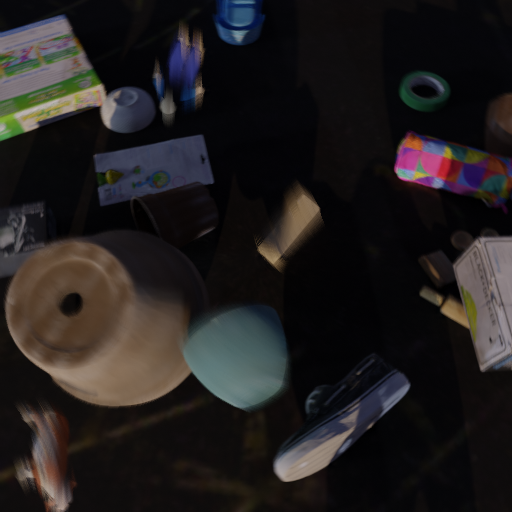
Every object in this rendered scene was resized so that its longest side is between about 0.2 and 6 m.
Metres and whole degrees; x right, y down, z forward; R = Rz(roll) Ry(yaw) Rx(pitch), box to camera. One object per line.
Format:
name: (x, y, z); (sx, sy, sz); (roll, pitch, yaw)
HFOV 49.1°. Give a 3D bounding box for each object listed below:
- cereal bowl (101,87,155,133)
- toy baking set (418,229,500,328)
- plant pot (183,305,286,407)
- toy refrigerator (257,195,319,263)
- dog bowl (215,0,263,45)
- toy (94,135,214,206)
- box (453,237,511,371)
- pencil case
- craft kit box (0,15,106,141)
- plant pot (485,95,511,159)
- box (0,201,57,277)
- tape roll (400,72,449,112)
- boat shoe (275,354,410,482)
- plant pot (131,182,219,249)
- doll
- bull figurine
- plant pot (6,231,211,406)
cereal bowl: (-2.775, -3.217, 12.026); (1.152, 0.480, 1.152); (0, 58, 1)
toy baking set: (4.284, 0.532, 9.800); (2.811, 0.327, 2.157); (35, 65, 20)
plant pot: (-0.171, 1.509, 7.805); (1.459, 1.459, 0.983); (-20, 60, -12)
toy refrigerator: (0.571, -0.502, 10.161); (0.441, 0.479, 1.261); (41, 65, 1)
dog bowl: (-0.406, -5.938, 13.680); (1.140, 0.507, 2.045); (-1, 59, 0)
toy: (-2.001, -1.596, 11.009); (2.173, 0.513, 1.251); (-11, 62, -8)
box: (5.113, 0.712, 9.017); (3.331, 1.002, 1.943); (-2, 63, -8)
pencil case: (3.846, -1.638, 10.779); (2.319, 1.025, 1.025); (21, 61, 13)
craft kit box: (-5.104, -3.985, 12.429); (2.773, 0.673, 2.739); (-23, 59, -14)
plant pot: (5.089, -2.318, 11.184); (1.197, 1.197, 1.280); (20, 75, 12)
box: (-4.224, -0.305, 10.125); (1.093, 0.677, 1.074); (-11, 61, -7)
tape roll: (3.735, -3.650, 12.425); (1.021, 0.245, 1.021); (0, 59, 0)
boat shoe: (1.169, 2.384, 8.453); (2.512, 0.905, 0.891); (-27, 53, -28)
plant pot: (-1.423, -0.704, 10.110); (1.236, 1.248, 1.248); (-25, 62, -23)
doll: (-1.311, -3.038, 9.672); (0.873, 1.279, 0.310); (16, 26, -27)
bull figurine: (-2.600, 2.531, 7.007); (0.396, 0.738, 1.215); (-18, 55, 5)
plant pot: (-2.156, 0.790, 7.926); (2.750, 2.386, 2.750); (-1, 79, 3)
